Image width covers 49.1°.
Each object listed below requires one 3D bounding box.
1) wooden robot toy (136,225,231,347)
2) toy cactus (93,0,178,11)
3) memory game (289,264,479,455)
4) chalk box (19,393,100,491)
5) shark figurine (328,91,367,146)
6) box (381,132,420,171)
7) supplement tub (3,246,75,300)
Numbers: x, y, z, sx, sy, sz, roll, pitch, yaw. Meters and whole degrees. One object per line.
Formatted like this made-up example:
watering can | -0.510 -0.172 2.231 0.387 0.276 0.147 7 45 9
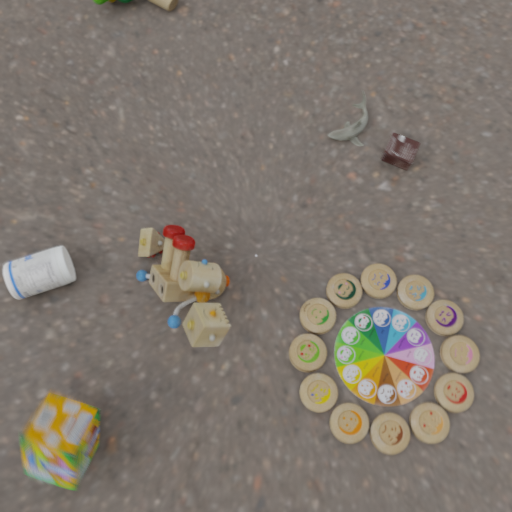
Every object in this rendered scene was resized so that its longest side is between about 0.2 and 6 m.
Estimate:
wooden robot toy | -1.023 0.355 10.247 1.484 1.440 3.270 6 22 -34
toy cactus | -2.708 -6.686 13.309 2.033 1.260 2.463 39 65 4
memory game | 2.358 1.828 10.344 3.529 0.225 3.529 0 68 0
chalk box | -3.172 3.128 9.162 0.914 1.474 0.920 17 41 3
shark figurine | 2.193 -2.909 12.067 0.742 0.518 1.242 34 74 11
box | 3.009 -2.175 11.703 0.607 0.499 0.504 23 83 7
supplement tub | -4.116 0.318 10.656 1.138 0.751 0.751 -19 70 -8
